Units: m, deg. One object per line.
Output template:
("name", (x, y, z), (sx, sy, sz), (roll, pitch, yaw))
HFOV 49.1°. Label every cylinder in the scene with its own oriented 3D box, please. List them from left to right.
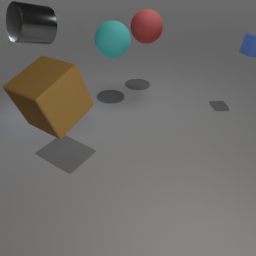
("cylinder", (-3.596, -3.875, 10.450), (1.400, 1.400, 1.400), (-12, 32, -42))

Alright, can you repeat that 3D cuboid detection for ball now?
("ball", (-0.599, -3.447, 10.937), (1.400, 1.400, 1.400), (0, 32, 0))
("ball", (0.807, -4.355, 12.029), (1.400, 1.400, 1.400), (0, 32, 0))

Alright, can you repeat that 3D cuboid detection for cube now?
("cube", (-2.014, -0.829, 7.333), (1.400, 1.400, 1.400), (21, 58, 32))
("cube", (4.566, -2.942, 10.028), (0.700, 0.700, 0.700), (6, 27, -11))
